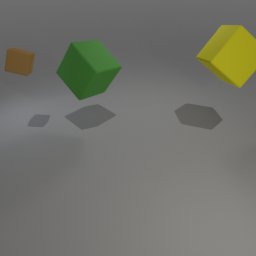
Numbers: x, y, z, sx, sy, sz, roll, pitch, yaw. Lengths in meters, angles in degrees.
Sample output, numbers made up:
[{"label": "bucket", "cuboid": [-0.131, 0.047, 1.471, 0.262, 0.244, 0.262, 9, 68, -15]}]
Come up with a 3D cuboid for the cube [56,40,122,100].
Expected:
[{"label": "cube", "cuboid": [-1.374, -2.058, 9.858, 1.400, 1.400, 1.400, 50, 39, 10]}]

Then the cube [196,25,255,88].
[{"label": "cube", "cuboid": [3.431, -2.417, 9.350, 1.400, 1.400, 1.400, 34, 13, -17]}]

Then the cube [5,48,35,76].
[{"label": "cube", "cuboid": [-3.470, -2.139, 9.013, 0.700, 0.700, 0.700, 12, 17, -10]}]
